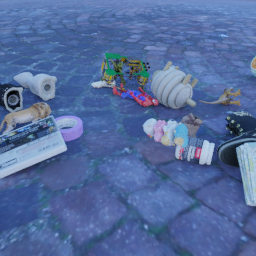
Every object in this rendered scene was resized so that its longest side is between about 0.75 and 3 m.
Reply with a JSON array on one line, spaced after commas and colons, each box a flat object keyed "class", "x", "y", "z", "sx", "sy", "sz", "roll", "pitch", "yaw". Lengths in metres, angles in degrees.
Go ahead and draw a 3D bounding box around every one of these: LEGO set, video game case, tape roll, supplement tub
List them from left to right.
[{"class": "video game case", "x": -3.582, "y": 0.594, "z": 9.953, "sx": 2.439, "sy": 0.285, "sz": 2.217, "roll": -24, "pitch": 38, "yaw": -13}, {"class": "tape roll", "x": -2.455, "y": 0.000, "z": 11.181, "sx": 1.286, "sy": 0.422, "sz": 1.286, "roll": 0, "pitch": 33, "yaw": 0}, {"class": "LEGO set", "x": -0.311, "y": -2.756, "z": 14.959, "sx": 2.801, "sy": 1.623, "sz": 2.154, "roll": -7, "pitch": 56, "yaw": -23}, {"class": "supplement tub", "x": 2.283, "y": 0.762, "z": 9.578, "sx": 1.182, "sy": 0.829, "sz": 0.829, "roll": 12, "pitch": 34, "yaw": 18}]

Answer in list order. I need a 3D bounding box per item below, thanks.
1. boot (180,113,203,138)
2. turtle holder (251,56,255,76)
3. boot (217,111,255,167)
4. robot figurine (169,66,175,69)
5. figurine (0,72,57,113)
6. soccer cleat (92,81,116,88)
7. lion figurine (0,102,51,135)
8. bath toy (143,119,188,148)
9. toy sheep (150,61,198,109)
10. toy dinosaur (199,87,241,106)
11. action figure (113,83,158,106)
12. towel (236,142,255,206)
[{"class": "boot", "x": 2.414, "y": 0.020, "z": 10.262, "sx": 1.175, "sy": 0.859, "sz": 0.413, "roll": 34, "pitch": 23, "yaw": -18}, {"class": "turtle holder", "x": 7.690, "y": -3.187, "z": 15.540, "sx": 1.447, "sy": 1.904, "sz": 1.352, "roll": -20, "pitch": 20, "yaw": 32}, {"class": "boot", "x": 4.071, "y": 0.310, "z": 10.221, "sx": 2.881, "sy": 1.040, "sz": 2.176, "roll": -11, "pitch": 29, "yaw": -16}, {"class": "robot figurine", "x": 2.425, "y": -3.257, "z": 16.208, "sx": 0.836, "sy": 0.557, "sz": 0.986, "roll": -47, "pitch": 46, "yaw": -7}, {"class": "figurine", "x": -5.391, "y": -2.039, "z": 13.824, "sx": 2.827, "sy": 1.247, "sz": 2.898, "roll": 23, "pitch": 38, "yaw": 38}, {"class": "soccer cleat", "x": -1.309, "y": -2.418, "z": 14.940, "sx": 1.288, "sy": 0.499, "sz": 0.446, "roll": 0, "pitch": 32, "yaw": 0}, {"class": "lion figurine", "x": -4.262, "y": -0.420, "z": 11.403, "sx": 2.337, "sy": 0.847, "sz": 1.431, "roll": -10, "pitch": 41, "yaw": -22}, {"class": "bath toy", "x": 1.227, "y": 0.182, "z": 9.564, "sx": 0.834, "sy": 0.709, "sz": 1.917, "roll": -49, "pitch": 29, "yaw": -15}, {"class": "toy sheep", "x": 2.093, "y": -1.833, "z": 12.841, "sx": 1.895, "sy": 1.895, "sz": 2.748, "roll": -19, "pitch": 46, "yaw": -27}, {"class": "toy dinosaur", "x": 4.560, "y": -1.340, "z": 13.240, "sx": 1.349, "sy": 0.767, "sz": 2.541, "roll": -1, "pitch": 17, "yaw": 41}, {"class": "action figure", "x": 0.415, "y": -1.590, "z": 13.572, "sx": 2.572, "sy": 0.665, "sz": 0.841, "roll": 27, "pitch": 36, "yaw": 33}, {"class": "towel", "x": 4.416, "y": 1.338, "z": 8.234, "sx": 2.186, "sy": 0.526, "sz": 1.871, "roll": -1, "pitch": 68, "yaw": 0}]
